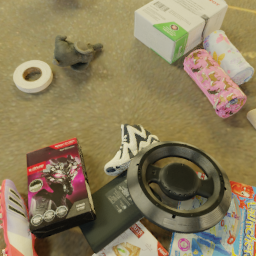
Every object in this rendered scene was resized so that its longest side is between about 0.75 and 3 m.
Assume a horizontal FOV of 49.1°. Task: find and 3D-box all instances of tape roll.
[{"bbox_3d":[-3.315,-1.810,9.773,1.328,0.243,1.328,0,59,1],"label":"tape roll"}]

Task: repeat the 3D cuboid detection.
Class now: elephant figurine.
[{"bbox_3d":[-1.696,-2.611,9.825,1.728,1.223,1.341,6,87,-14],"label":"elephant figurine"}]

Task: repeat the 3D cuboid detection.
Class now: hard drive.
[{"bbox_3d":[-0.344,1.993,7.122,2.003,0.329,1.398,-33,41,-15],"label":"hard drive"}]

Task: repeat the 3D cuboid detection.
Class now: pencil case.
[{"bbox_3d":[2.782,-1.502,9.180,0.997,1.042,2.408,-44,58,27],"label":"pencil case"},{"bbox_3d":[3.491,-2.467,9.803,0.958,0.878,2.113,-11,59,-24],"label":"pencil case"}]

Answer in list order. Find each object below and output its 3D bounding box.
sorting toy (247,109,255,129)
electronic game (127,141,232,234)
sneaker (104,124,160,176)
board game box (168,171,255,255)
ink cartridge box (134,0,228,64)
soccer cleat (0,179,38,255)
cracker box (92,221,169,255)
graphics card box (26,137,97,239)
[{"bbox_3d":[4.868,-0.165,8.756,1.702,0.310,1.575,-20,61,-11],"label":"sorting toy"},{"bbox_3d":[1.258,1.334,6.954,2.600,0.541,2.600,4,46,-4],"label":"electronic game"},{"bbox_3d":[-0.092,0.503,8.115,1.862,0.743,1.212,-32,63,-17],"label":"sneaker"},{"bbox_3d":[2.341,2.442,7.001,2.258,0.644,2.306,13,60,8],"label":"board game box"},{"bbox_3d":[1.952,-4.023,10.523,2.855,1.200,2.083,-37,66,-20],"label":"ink cartridge box"},{"bbox_3d":[-2.737,2.397,7.058,0.916,0.799,2.395,-4,55,-28],"label":"soccer cleat"},{"bbox_3d":[-0.085,3.184,6.636,1.802,0.520,1.207,-38,66,-21],"label":"cracker box"},{"bbox_3d":[-1.800,1.455,7.288,1.505,0.610,2.399,-17,49,-4],"label":"graphics card box"}]
